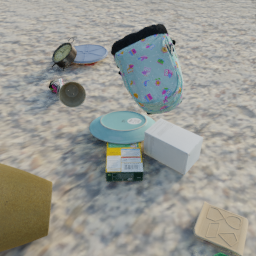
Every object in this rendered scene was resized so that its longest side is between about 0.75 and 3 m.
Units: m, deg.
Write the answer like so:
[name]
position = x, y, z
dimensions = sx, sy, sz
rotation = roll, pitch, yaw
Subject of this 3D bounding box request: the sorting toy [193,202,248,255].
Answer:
[sorting toy]
position = 2.319, 2.759, 7.142
dimensions = 1.262, 0.251, 1.707
rotation = 22, 40, 18

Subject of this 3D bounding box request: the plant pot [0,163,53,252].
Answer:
[plant pot]
position = -3.309, 1.870, 6.708
dimensions = 2.830, 2.637, 2.637
rotation = 4, 37, -15

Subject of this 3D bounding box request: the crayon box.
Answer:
[crayon box]
position = -0.129, 0.932, 9.260
dimensions = 1.150, 0.472, 1.829
rotation = -1, 39, -1

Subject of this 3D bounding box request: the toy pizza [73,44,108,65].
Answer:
[toy pizza]
position = -2.323, -4.039, 15.575
dimensions = 2.451, 0.388, 2.451
rotation = -1, 38, 1

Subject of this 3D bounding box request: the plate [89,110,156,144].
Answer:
[plate]
position = -0.165, -0.176, 10.397
dimensions = 2.549, 0.326, 2.549
rotation = 0, 26, 0

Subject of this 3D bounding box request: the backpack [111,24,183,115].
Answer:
[backpack]
position = 0.598, -1.520, 7.820
dimensions = 1.961, 1.487, 2.350
rotation = -22, 79, 15

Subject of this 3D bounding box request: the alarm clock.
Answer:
[alarm clock]
position = -3.219, -3.945, 14.640
dimensions = 1.299, 0.641, 1.926
rotation = 3, 67, 34

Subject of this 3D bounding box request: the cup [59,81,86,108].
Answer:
[cup]
position = -1.736, -1.100, 8.720
dimensions = 0.818, 0.818, 0.585
rotation = -8, 22, -10

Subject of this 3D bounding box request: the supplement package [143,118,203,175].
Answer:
[supplement package]
position = 1.460, 0.588, 9.270
dimensions = 1.651, 0.989, 1.001
rotation = 27, 46, 30

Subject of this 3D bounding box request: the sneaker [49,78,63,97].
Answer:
[sneaker]
position = -3.234, -1.784, 12.639
dimensions = 0.648, 0.547, 1.482
rotation = -10, 36, -11
